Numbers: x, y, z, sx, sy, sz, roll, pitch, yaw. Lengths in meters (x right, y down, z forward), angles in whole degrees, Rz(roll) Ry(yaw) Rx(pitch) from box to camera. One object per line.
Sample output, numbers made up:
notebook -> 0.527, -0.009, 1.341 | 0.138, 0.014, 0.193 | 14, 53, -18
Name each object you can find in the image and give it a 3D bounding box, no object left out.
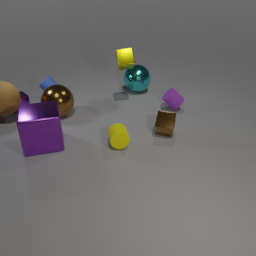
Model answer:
cylinder -> -3.765, -2.015, 13.420 | 0.700, 0.700, 0.700 | -38, 18, 14
cube -> -4.938, -1.178, 12.745 | 0.700, 0.700, 0.700 | -24, 39, -34
cube -> -0.129, -2.958, 12.061 | 0.700, 0.700, 0.700 | -9, -4, -4
cube -> 1.434, -0.162, 10.708 | 0.700, 0.700, 0.700 | 10, 66, 12
ball -> -3.014, -1.164, 12.006 | 1.400, 1.400, 1.400 | 0, 31, 0
cube -> -3.130, -0.011, 10.109 | 1.400, 1.400, 1.400 | -8, 32, -14
ball -> 0.465, -2.528, 14.298 | 1.400, 1.400, 1.400 | 0, 31, 0
cylinder -> 2.025, -1.311, 12.545 | 0.700, 0.700, 0.700 | 40, 25, -19
ball -> -5.131, -1.198, 11.436 | 1.400, 1.400, 1.400 | 0, 31, 0
cylinder -> -0.339, 0.289, 10.101 | 0.700, 0.700, 0.700 | -5, 29, -9
